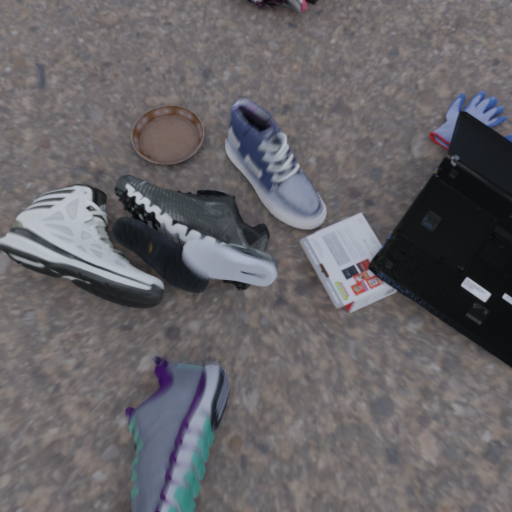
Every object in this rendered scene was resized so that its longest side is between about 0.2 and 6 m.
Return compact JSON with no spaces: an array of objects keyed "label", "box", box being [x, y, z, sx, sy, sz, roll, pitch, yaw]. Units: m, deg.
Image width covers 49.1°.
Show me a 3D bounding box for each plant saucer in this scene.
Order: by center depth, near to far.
[{"label":"plant saucer","box":[-1.967,-2.663,12.571,1.616,0.278,1.616,0,65,-1]}]

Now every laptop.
[{"label":"laptop","box":[4.661,-0.469,11.158,3.560,2.074,4.017,34,95,1]}]

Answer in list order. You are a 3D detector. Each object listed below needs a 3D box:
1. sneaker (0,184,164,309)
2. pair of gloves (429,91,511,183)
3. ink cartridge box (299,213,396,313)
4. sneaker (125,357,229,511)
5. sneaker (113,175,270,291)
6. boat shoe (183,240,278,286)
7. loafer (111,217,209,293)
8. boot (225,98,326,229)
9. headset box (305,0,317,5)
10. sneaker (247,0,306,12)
[{"label":"sneaker","box":[-3.105,-0.387,10.911,3.482,1.314,2.004,20,68,12]},{"label":"pair of gloves","box":[5.282,-2.645,12.570,2.010,0.285,2.501,-41,70,-15]},{"label":"ink cartridge box","box":[1.792,0.195,11.016,1.432,0.684,1.632,-22,67,-10]},{"label":"sneaker","box":[-1.638,3.343,9.208,1.551,1.319,3.544,11,49,11]},{"label":"sneaker","box":[-1.196,-0.800,11.285,3.451,1.147,1.561,33,66,10]},{"label":"boat shoe","box":[-0.443,0.087,10.089,1.731,0.624,0.614,19,28,4]},{"label":"loafer","box":[-1.780,-0.050,10.730,2.125,0.746,0.721,35,97,1]},{"label":"boot","box":[0.379,-1.887,11.541,1.071,1.330,2.944,-36,70,-22]},{"label":"headset box","box":[0.840,-7.885,14.605,2.471,0.954,1.839,26,68,10]},{"label":"sneaker","box":[0.326,-6.591,14.173,2.059,0.830,0.769,27,93,14]}]
